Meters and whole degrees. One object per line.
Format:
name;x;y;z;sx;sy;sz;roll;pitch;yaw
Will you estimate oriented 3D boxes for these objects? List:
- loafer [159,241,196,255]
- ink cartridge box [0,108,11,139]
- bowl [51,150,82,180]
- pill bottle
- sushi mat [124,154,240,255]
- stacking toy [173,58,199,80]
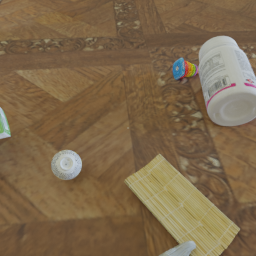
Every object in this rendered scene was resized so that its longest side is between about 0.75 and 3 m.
loafer;1.036;2.567;5.615;1.091;0.382;0.381;-2;55;-44
ink cartridge box;-4.524;0.178;6.970;2.807;1.457;0.832;-17;91;-18
bowl;-1.549;0.913;7.075;0.772;0.362;0.772;3;77;-13
pill bottle;3.215;-1.623;9.167;1.631;1.631;2.877;1;51;1
sushi mat;1.223;1.846;6.732;1.304;0.165;2.726;-30;57;-26
stacking toy;2.369;-2.190;10.606;1.217;0.668;0.706;2;79;-24
